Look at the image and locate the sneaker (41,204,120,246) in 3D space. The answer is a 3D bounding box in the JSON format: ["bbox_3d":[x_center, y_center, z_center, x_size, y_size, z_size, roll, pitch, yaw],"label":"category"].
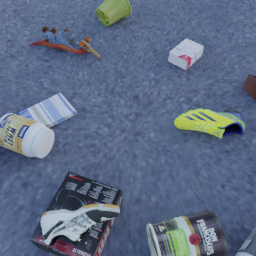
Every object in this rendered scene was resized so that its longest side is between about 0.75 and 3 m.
[{"bbox_3d":[-1.221,2.592,7.458,2.111,0.798,0.925,-11,64,0],"label":"sneaker"}]

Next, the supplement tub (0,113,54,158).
[{"bbox_3d":[-3.675,0.292,10.011,1.759,1.270,1.270,17,54,14],"label":"supplement tub"}]

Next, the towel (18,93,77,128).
[{"bbox_3d":[-3.277,-0.622,11.384,2.001,0.238,1.470,-30,57,-21],"label":"towel"}]

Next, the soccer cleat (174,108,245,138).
[{"bbox_3d":[3.120,-0.122,10.618,2.664,0.861,1.114,-1,57,-1],"label":"soccer cleat"}]

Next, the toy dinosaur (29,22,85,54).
[{"bbox_3d":[-3.289,-4.160,13.969,2.470,1.297,2.241,-43,73,17],"label":"toy dinosaur"}]

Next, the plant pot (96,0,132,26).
[{"bbox_3d":[-0.876,-6.351,15.130,1.584,1.584,1.457,38,72,25],"label":"plant pot"}]

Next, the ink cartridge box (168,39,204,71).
[{"bbox_3d":[2.768,-3.526,13.379,1.064,0.617,1.441,35,58,24],"label":"ink cartridge box"}]

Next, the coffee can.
[{"bbox_3d":[1.574,3.146,7.762,1.851,1.355,1.355,-11,53,-8],"label":"coffee can"}]

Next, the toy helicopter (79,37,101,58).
[{"bbox_3d":[-1.812,-3.790,13.625,1.202,0.795,0.474,42,79,3],"label":"toy helicopter"}]

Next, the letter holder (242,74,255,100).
[{"bbox_3d":[5.608,-1.723,11.806,0.642,0.907,1.276,-23,55,-17],"label":"letter holder"}]

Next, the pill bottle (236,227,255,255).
[{"bbox_3d":[3.698,3.511,7.589,1.194,1.194,2.098,38,61,25],"label":"pill bottle"}]

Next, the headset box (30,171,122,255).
[{"bbox_3d":[-1.474,2.802,8.280,1.874,0.946,2.521,16,54,12],"label":"headset box"}]
